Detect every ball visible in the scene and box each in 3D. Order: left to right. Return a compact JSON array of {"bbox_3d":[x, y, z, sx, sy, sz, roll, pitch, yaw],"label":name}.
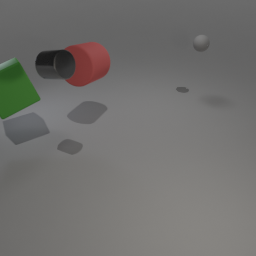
[{"bbox_3d":[3.150,-3.635,12.038,0.700,0.700,0.700,0,33,0],"label":"ball"}]

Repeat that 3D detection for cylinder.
[{"bbox_3d":[-1.762,-1.537,6.823,0.700,0.700,0.700,8,31,34],"label":"cylinder"},{"bbox_3d":[-1.537,-2.321,10.102,1.400,1.400,1.400,12,25,18],"label":"cylinder"}]

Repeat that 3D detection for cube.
[{"bbox_3d":[-4.003,-1.369,9.439,1.400,1.400,1.400,-31,30,-13],"label":"cube"}]
